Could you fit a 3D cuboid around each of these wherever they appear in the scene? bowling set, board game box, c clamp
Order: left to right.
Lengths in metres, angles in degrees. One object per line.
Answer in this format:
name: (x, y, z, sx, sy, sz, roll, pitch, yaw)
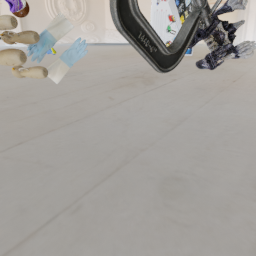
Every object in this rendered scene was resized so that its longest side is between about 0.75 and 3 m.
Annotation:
bowling set: (-3.184, -2.399, 7.328, 1.372, 1.778, 2.555, 5, -11, 20)
board game box: (1.618, -3.894, 9.883, 1.647, 2.608, 0.451, 2, 33, 1)
c clamp: (0.715, -1.966, 4.136, 0.345, 2.179, 2.550, 32, 9, 32)

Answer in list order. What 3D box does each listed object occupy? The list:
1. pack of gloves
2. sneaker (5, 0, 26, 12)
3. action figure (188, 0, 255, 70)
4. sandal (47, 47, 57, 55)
pack of gloves: (-2.114, -2.390, 8.636, 1.711, 1.437, 0.338, -46, 33, 1)
sneaker: (-2.480, -2.827, 5.612, 0.435, 1.079, 0.450, 30, 67, 37)
action figure: (2.667, -2.513, 7.529, 1.446, 1.684, 2.833, -17, 17, 41)
sandal: (-2.984, -2.946, 10.767, 0.334, 0.305, 0.768, -43, 39, 0)
